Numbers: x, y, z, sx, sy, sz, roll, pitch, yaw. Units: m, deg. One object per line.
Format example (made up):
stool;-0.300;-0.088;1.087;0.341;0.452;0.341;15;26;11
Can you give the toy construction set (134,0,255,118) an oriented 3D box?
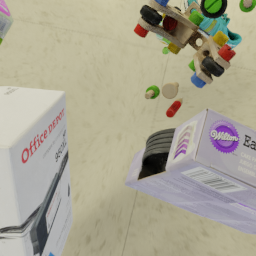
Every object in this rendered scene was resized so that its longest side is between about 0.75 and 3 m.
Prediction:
toy construction set;1.110;-1.438;5.284;1.795;1.654;2.152;19;115;15

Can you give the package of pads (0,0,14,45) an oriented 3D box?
package of pads;-3.098;-2.455;4.865;0.767;1.736;2.248;-50;47;15

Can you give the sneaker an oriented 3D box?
sneaker;1.927;-2.430;6.392;1.815;0.723;0.703;33;54;-31

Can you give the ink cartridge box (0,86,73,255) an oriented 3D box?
ink cartridge box;-1.682;0.996;4.219;1.183;2.031;2.808;4;115;3

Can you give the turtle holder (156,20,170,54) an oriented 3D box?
turtle holder;0.977;-2.221;6.676;0.550;0.775;0.589;6;39;44

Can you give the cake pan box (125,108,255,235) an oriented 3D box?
cake pan box;1.349;0.809;3.719;2.510;2.312;0.657;23;67;-8
